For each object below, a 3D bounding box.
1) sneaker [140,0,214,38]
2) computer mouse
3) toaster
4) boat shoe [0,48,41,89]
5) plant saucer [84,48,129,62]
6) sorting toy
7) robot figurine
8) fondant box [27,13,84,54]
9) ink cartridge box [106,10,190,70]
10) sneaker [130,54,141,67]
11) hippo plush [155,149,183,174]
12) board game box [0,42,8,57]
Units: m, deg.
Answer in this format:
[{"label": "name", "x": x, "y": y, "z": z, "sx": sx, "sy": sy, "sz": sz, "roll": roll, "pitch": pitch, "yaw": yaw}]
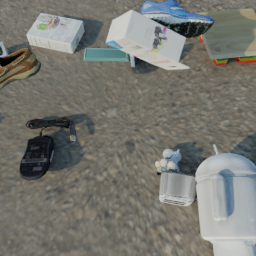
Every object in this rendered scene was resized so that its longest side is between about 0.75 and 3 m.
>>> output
[{"label": "sneaker", "x": 1.459, "y": -3.350, "z": 8.248, "sx": 2.263, "sy": 0.889, "sz": 1.009, "roll": 7, "pitch": 77, "yaw": -8}, {"label": "computer mouse", "x": -2.348, "y": 0.623, "z": 8.507, "sx": 1.595, "sy": 0.523, "sz": 2.272, "roll": -7, "pitch": 51, "yaw": -2}, {"label": "toaster", "x": 1.333, "y": 1.669, "z": 7.766, "sx": 1.229, "sy": 0.699, "sz": 0.794, "roll": 9, "pitch": 63, "yaw": 4}, {"label": "boat shoe", "x": -3.011, "y": -1.386, "z": 6.600, "sx": 1.808, "sy": 0.668, "sz": 0.684, "roll": -25, "pitch": 48, "yaw": -7}, {"label": "plant saucer", "x": -0.816, "y": -2.803, "z": 10.654, "sx": 1.723, "sy": 0.163, "sz": 0.602, "roll": 2, "pitch": 60, "yaw": 0}, {"label": "sorting toy", "x": 3.873, "y": -3.388, "z": 10.609, "sx": 2.290, "sy": 0.797, "sz": 2.276, "roll": -6, "pitch": 60, "yaw": -4}, {"label": "robot figurine", "x": 2.521, "y": 1.816, "z": 6.918, "sx": 1.555, "sy": 2.335, "sz": 2.754, "roll": -12, "pitch": 66, "yaw": 26}, {"label": "fondant box", "x": -2.795, "y": -3.719, "z": 10.958, "sx": 1.831, "sy": 0.533, "sz": 1.321, "roll": 14, "pitch": 61, "yaw": 7}, {"label": "ink cartridge box", "x": 0.630, "y": -2.236, "z": 7.439, "sx": 2.098, "sy": 1.208, "sz": 0.712, "roll": 17, "pitch": 91, "yaw": -28}, {"label": "sneaker", "x": 0.755, "y": -3.103, "z": 10.443, "sx": 1.102, "sy": 0.786, "sz": 2.223, "roll": 9, "pitch": 56, "yaw": 11}, {"label": "hippo plush", "x": 1.307, "y": 0.933, "z": 8.167, "sx": 0.917, "sy": 0.730, "sz": 0.737, "roll": 17, "pitch": 62, "yaw": 10}, {"label": "board game box", "x": -5.151, "y": -2.349, "z": 10.186, "sx": 1.611, "sy": 0.518, "sz": 1.188, "roll": -22, "pitch": 62, "yaw": -12}]
